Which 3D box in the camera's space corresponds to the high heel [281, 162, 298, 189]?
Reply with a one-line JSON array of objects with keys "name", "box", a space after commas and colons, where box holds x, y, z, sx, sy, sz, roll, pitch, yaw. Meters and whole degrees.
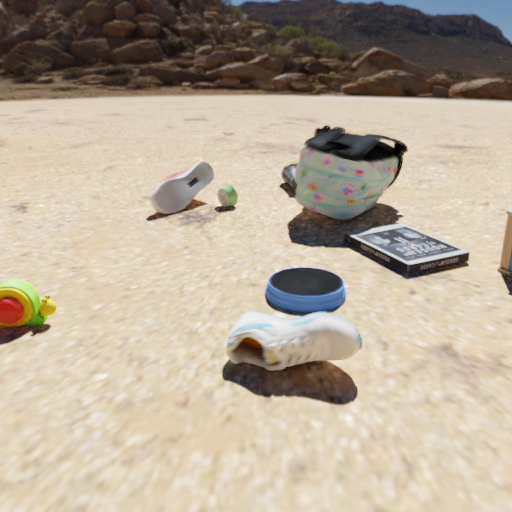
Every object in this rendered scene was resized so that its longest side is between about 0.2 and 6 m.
[{"name": "high heel", "box": [2.191, -2.645, 17.450, 2.738, 0.978, 1.952, -6, 21, -6]}]

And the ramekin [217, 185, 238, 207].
[{"name": "ramekin", "box": [-0.799, -1.619, 15.259, 0.292, 0.598, 0.598, -25, 31, -33]}]

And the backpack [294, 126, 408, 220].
[{"name": "backpack", "box": [2.323, -2.213, 14.626, 2.671, 2.026, 3.201, 13, 21, 23]}]

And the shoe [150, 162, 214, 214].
[{"name": "shoe", "box": [-2.239, -1.776, 15.438, 1.109, 0.871, 2.439, -15, 21, 42]}]

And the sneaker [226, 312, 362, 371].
[{"name": "sneaker", "box": [0.499, 1.218, 7.584, 1.856, 0.710, 0.750, -2, 27, 23]}]

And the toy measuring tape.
[{"name": "toy measuring tape", "box": [-4.182, 0.734, 8.801, 2.058, 0.757, 0.757, 0, 21, 0]}]

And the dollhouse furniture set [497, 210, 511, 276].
[{"name": "dollhouse furniture set", "box": [5.766, -0.098, 10.266, 1.779, 1.230, 1.885, -10, 23, -25]}]

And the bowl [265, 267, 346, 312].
[{"name": "bowl", "box": [0.872, 0.557, 9.873, 1.432, 0.281, 1.432, 0, 20, 0]}]

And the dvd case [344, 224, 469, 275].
[{"name": "dvd case", "box": [3.137, -0.189, 11.884, 1.607, 0.264, 2.138, -10, 22, -24]}]
